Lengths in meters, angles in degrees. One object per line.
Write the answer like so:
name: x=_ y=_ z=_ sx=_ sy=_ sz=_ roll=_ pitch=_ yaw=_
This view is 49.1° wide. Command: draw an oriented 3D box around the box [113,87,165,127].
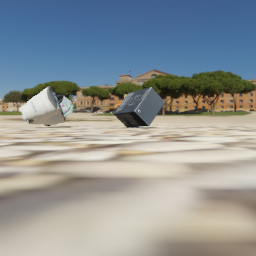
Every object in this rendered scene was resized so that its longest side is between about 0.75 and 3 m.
box: x=0.255 y=-0.480 z=6.851 sx=0.550 sy=0.762 sz=1.027 roll=44 pitch=-22 yaw=-23

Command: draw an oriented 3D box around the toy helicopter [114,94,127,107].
toy helicopter: x=-0.186 y=-0.974 z=11.633 sx=0.428 sy=1.084 sz=0.717 roll=-11 pitch=-36 yaw=40

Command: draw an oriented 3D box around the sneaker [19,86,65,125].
sneaker: x=-2.261 y=-0.465 z=7.434 sx=0.984 sy=0.841 sz=2.258 roll=-25 pitch=-6 yaw=-10

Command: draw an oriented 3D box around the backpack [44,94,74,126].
backpack: x=-2.480 y=-0.642 z=9.783 sx=1.142 sy=0.953 sz=0.723 roll=-33 pitch=-50 yaw=19
